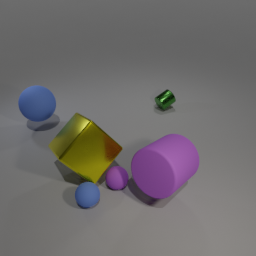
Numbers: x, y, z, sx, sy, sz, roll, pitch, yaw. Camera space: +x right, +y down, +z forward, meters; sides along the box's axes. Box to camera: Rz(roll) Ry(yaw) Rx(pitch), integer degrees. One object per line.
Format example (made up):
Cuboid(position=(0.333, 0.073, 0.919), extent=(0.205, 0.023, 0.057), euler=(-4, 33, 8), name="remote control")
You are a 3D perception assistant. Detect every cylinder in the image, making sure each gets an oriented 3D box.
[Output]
Cuboid(position=(1.032, 1.004, 7.678), extent=(1.400, 1.400, 1.400), euler=(22, 28, 31), name="cylinder")
Cuboid(position=(1.683, -1.278, 12.713), extent=(0.700, 0.700, 0.700), euler=(-36, 42, -11), name="cylinder")

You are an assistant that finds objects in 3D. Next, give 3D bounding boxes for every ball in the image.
Cuboid(position=(-1.132, 1.866, 7.836), extent=(0.700, 0.700, 0.700), euler=(0, 32, 0), name="ball")
Cuboid(position=(-3.518, -0.944, 10.897), extent=(1.400, 1.400, 1.400), euler=(0, 32, 0), name="ball")
Cuboid(position=(-0.331, 1.500, 8.447), extent=(0.700, 0.700, 0.700), euler=(0, 32, 0), name="ball")

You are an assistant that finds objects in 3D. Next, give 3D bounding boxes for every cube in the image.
Cuboid(position=(-1.305, 0.581, 8.480), extent=(1.400, 1.400, 1.400), euler=(-51, 30, -8), name="cube")
